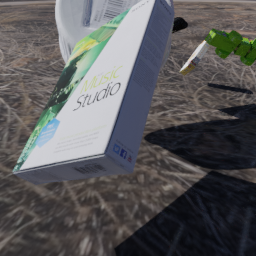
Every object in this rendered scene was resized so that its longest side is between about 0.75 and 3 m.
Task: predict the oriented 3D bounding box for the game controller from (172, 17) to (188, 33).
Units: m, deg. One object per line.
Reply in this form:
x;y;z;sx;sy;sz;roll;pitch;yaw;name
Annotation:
1.571;-3.734;10.362;1.266;0.267;0.661;-4;-9;42;game controller

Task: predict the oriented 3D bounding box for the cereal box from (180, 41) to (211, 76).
2.144;-2.235;8.706;0.235;0.857;1.192;38;77;-5;cereal box

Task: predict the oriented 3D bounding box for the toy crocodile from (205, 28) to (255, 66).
2.742;-2.020;6.893;1.845;0.623;0.570;12;50;-15;toy crocodile

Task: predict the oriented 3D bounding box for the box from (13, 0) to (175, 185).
-0.494;-0.612;4.359;2.126;0.535;2.946;-15;46;41;box

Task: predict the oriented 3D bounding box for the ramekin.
-0.303;-2.544;6.859;3.006;3.006;1.465;-2;-11;-3;ramekin
